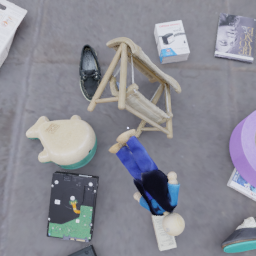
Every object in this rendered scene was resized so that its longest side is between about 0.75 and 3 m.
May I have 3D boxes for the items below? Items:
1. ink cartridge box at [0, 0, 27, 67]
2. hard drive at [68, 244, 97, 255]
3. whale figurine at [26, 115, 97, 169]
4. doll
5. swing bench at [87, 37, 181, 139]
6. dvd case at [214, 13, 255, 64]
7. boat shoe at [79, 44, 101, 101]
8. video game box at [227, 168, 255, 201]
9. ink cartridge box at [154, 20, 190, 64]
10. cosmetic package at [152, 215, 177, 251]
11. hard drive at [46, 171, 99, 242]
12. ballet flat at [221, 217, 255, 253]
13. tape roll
[{"bbox_3d":[-5.072,-3.356,9.636,2.176,0.677,2.704,25,69,-9],"label":"ink cartridge box"},{"bbox_3d":[-1.933,4.765,7.705,2.791,0.459,1.948,-23,76,-6],"label":"hard drive"},{"bbox_3d":[-2.025,0.424,8.685,2.349,1.219,1.868,18,58,27],"label":"whale figurine"},{"bbox_3d":[0.496,1.323,6.550,0.609,1.714,2.512,-21,69,-38],"label":"doll"},{"bbox_3d":[0.349,-1.124,8.166,1.479,2.267,2.279,0,69,44],"label":"swing bench"},{"bbox_3d":[3.881,-3.251,10.077,1.350,0.145,1.815,11,75,3],"label":"dvd case"},{"bbox_3d":[-1.287,-1.907,9.437,0.744,0.660,1.991,0,75,0],"label":"boat shoe"},{"bbox_3d":[3.911,1.500,8.694,1.193,0.307,1.310,29,77,5],"label":"video game box"},{"bbox_3d":[1.517,-3.003,9.792,0.951,0.549,1.311,-10,75,-3],"label":"ink cartridge box"},{"bbox_3d":[1.043,3.016,8.209,0.504,0.425,0.975,-10,74,-3],"label":"cosmetic package"},{"bbox_3d":[-1.604,2.279,8.159,1.332,0.361,1.907,6,93,3],"label":"hard drive"},{"bbox_3d":[3.912,3.015,8.056,2.605,0.951,0.951,-7,75,5],"label":"ballet flat"},{"bbox_3d":[4.456,0.639,8.455,2.539,0.833,2.539,2,67,-5],"label":"tape roll"}]
